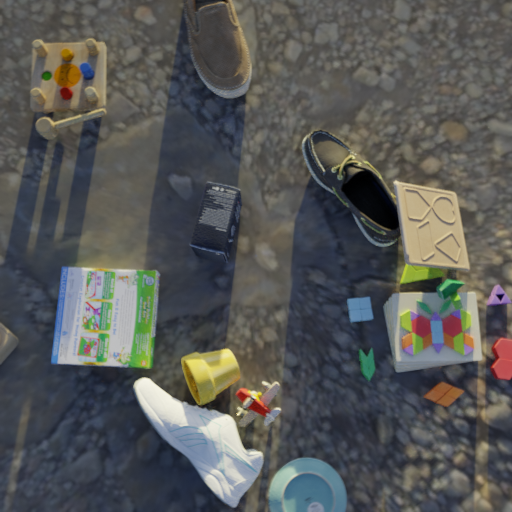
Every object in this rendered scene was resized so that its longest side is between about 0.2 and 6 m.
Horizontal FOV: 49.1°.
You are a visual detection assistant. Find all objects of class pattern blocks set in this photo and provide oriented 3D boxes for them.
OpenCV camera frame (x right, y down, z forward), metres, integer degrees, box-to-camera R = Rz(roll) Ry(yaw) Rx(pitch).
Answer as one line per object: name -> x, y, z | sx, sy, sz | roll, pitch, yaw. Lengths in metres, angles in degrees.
pattern blocks set -> 3.347, 1.394, 10.470 | 3.092, 0.251, 2.718 | -16, 78, -3

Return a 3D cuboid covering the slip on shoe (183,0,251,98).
slip on shoe -> -0.854, -4.737, 11.399 | 1.168, 0.931, 3.073 | -11, 78, -2

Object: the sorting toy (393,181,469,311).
sorting toy -> 3.253, -0.164, 10.349 | 1.721, 0.343, 2.328 | 7, 70, -30

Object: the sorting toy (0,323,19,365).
sorting toy -> -5.503, 1.853, 10.374 | 1.355, 0.244, 1.819 | 38, 81, 7

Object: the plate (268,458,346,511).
plate -> 0.914, 4.306, 9.900 | 1.386, 0.177, 1.386 | 0, 77, -1

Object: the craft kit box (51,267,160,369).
craft kit box -> -2.779, 1.144, 10.452 | 1.803, 0.443, 1.826 | 2, 78, 3

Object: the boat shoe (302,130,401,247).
boat shoe -> 1.898, -1.433, 10.762 | 0.977, 0.825, 2.741 | -37, 81, -7

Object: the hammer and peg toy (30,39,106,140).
hammer and peg toy -> -3.716, -3.293, 11.214 | 1.529, 0.733, 2.078 | -3, 78, -2

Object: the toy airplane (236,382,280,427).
toy airplane -> 0.037, 2.665, 10.097 | 0.807, 0.569, 0.803 | -9, 112, -12

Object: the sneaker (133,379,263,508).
sneaker -> -1.026, 3.052, 9.852 | 2.714, 0.955, 1.088 | 45, 76, 1

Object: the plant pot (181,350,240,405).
plant pot -> -0.785, 2.096, 10.043 | 0.847, 0.900, 0.900 | -19, 78, -19

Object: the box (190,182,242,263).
box -> -0.733, -0.602, 10.533 | 0.663, 0.941, 1.272 | 13, 78, 4
